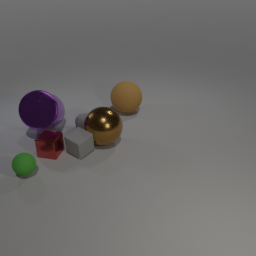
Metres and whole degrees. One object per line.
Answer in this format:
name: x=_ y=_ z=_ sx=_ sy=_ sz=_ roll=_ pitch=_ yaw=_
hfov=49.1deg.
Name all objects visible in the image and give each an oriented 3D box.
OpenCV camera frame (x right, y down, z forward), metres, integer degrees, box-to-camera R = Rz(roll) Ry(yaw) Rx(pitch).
cube: x=-2.664 y=0.569 z=9.580 sx=0.700 sy=0.700 sz=0.700 roll=7 pitch=29 yaw=12
ball: x=-3.143 y=1.090 z=8.472 sx=0.700 sy=0.700 sz=0.700 roll=0 pitch=29 yaw=0
cylinder: x=-3.211 y=-0.660 z=10.590 sx=1.400 sy=1.400 sz=1.400 roll=-1 pitch=1 yaw=-2
ball: x=-0.071 y=-1.360 z=12.308 sx=1.400 sy=1.400 sz=1.400 roll=0 pitch=29 yaw=0
cube: x=-1.652 y=0.511 z=9.549 sx=0.700 sy=0.700 sz=0.700 roll=25 pitch=45 yaw=28
ball: x=-1.740 y=-0.248 z=11.076 sx=0.700 sy=0.700 sz=0.700 roll=0 pitch=29 yaw=0
ball: x=-0.883 y=-0.065 z=9.983 sx=1.400 sy=1.400 sz=1.400 roll=0 pitch=29 yaw=0
